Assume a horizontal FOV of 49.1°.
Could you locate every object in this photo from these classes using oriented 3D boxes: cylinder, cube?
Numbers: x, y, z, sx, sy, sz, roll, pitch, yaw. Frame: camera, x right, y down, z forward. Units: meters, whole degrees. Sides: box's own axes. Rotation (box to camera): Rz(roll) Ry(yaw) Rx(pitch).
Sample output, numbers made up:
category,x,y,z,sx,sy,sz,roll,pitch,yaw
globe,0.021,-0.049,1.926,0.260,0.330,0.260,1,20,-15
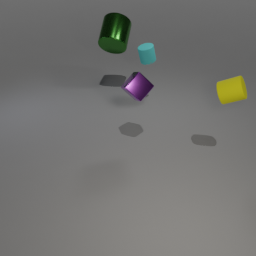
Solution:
category,x,y,z,sx,sy,sz,roll,pitch,yaw
cylinder,3.076,-1.118,8.298,0.700,0.700,0.700,-13,21,32
cylinder,0.824,-3.227,12.184,0.700,0.700,0.700,-10,39,9
cube,0.302,-1.366,9.249,0.700,0.700,0.700,-50,17,-1
cylinder,-0.630,-4.539,13.503,1.400,1.400,1.400,8,75,13
